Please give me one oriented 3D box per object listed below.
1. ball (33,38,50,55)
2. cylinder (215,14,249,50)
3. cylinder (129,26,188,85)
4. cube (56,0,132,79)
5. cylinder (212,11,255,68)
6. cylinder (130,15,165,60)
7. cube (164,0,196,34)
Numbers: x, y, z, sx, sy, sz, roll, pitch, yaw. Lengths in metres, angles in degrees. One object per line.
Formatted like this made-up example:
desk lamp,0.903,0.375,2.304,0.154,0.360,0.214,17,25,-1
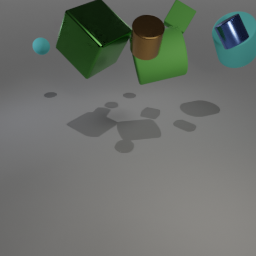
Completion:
ball,-3.654,-3.447,11.816,0.700,0.700,0.700,0,29,0
cylinder,2.862,-2.651,7.732,0.700,0.700,0.700,-30,14,9
cylinder,0.865,-2.081,8.090,1.400,1.400,1.400,-13,29,3
cube,-1.003,-2.572,8.119,1.400,1.400,1.400,46,52,5
cylinder,3.774,-3.057,9.834,1.400,1.400,1.400,-10,66,23
cylinder,0.412,-1.987,6.188,0.700,0.700,0.700,1,65,-3
cube,1.564,-3.357,8.560,0.700,0.700,0.700,30,13,-1
